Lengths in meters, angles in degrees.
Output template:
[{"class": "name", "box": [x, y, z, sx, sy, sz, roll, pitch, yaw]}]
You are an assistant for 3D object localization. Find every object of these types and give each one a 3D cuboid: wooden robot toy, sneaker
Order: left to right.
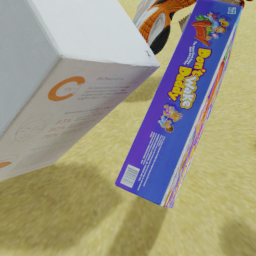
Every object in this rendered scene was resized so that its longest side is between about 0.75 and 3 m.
[{"class": "sneaker", "box": [0.887, -3.309, 7.167, 2.934, 1.111, 1.350, -51, 36, 10]}, {"class": "wooden robot toy", "box": [2.170, -3.291, 6.562, 1.112, 2.524, 1.145, -9, 77, -32]}]

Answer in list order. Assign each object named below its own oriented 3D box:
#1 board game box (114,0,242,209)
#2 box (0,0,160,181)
[{"class": "board game box", "box": [0.744, -0.167, 3.747, 0.536, 1.610, 2.395, 21, 79, 18]}, {"class": "box", "box": [-1.235, -0.492, 3.730, 1.696, 2.727, 1.329, -13, 69, -55]}]
